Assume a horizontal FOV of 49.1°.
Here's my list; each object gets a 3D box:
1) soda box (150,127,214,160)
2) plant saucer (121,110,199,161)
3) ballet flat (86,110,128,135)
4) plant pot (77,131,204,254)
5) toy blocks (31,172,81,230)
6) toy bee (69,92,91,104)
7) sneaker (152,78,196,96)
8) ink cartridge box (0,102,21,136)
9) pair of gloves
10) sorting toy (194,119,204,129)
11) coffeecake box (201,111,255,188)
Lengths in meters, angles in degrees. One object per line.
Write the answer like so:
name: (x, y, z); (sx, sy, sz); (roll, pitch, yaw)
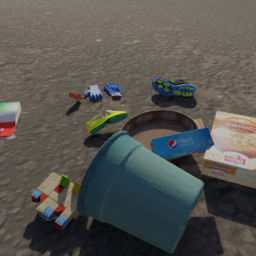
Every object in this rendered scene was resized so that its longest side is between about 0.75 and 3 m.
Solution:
soda box: (1.662, 0.517, 8.703); (1.823, 0.585, 0.618); (-11, 69, -7)
plant saucer: (1.171, 0.324, 10.619); (2.972, 0.512, 2.972); (-6, 38, 5)
ballet flat: (-0.895, -0.380, 11.509); (1.816, 0.607, 0.609); (-28, 70, -14)
plant pot: (0.451, 1.727, 7.280); (2.498, 2.551, 2.551); (25, 40, 19)
toy blocks: (-2.017, 2.126, 8.018); (1.842, 0.921, 1.259); (24, 52, 25)
toy bee: (-2.457, -1.455, 13.632); (0.565, 1.039, 0.680); (1, 60, 53)
sneaker: (2.324, -2.106, 14.413); (2.274, 0.806, 0.942); (9, 23, 9)
ink cartridge box: (-5.632, -0.389, 11.996); (1.678, 0.522, 2.085); (-5, 32, -6)
pair of gloves: (-1.265, -1.935, 14.534); (2.029, 0.231, 1.631); (-6, 34, -10)
sorting toy: (2.238, -0.020, 11.565); (1.652, 0.329, 2.235); (-4, 37, 2)
coffeecake box: (3.723, 0.658, 9.641); (1.855, 0.883, 2.416); (13, 48, 18)
